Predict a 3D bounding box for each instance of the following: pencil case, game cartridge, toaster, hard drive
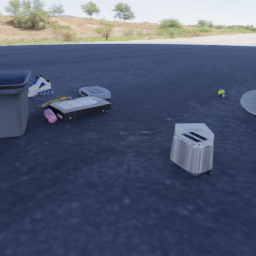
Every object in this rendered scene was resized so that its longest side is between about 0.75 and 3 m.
[{"bbox_3d":[-2.989,-0.483,10.789,0.367,0.367,0.840,-10,22,-24],"label":"pencil case"},{"bbox_3d":[-1.629,-1.761,14.142,1.217,0.374,1.829,-14,25,-23],"label":"game cartridge"},{"bbox_3d":[1.674,0.618,7.225,0.758,0.862,1.334,-12,24,-26],"label":"toaster"},{"bbox_3d":[-2.001,-0.866,11.709,2.199,0.416,1.536,-15,26,-35],"label":"hard drive"}]

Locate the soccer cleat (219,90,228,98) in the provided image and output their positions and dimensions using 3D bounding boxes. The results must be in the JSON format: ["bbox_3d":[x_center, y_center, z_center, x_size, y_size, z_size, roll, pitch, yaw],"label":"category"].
[{"bbox_3d":[4.716,-1.740,14.144,0.377,0.291,0.900,-6,21,-1],"label":"soccer cleat"}]

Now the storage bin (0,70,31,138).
[{"bbox_3d":[-4.339,-0.860,9.713,1.982,1.829,2.723,-5,21,-13],"label":"storage bin"}]

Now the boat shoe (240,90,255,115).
[{"bbox_3d":[5.731,-0.779,11.067,0.848,0.984,2.735,21,7,-34],"label":"boat shoe"}]

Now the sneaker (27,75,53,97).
[{"bbox_3d":[-4.707,-2.179,14.290,1.720,0.993,0.695,-16,25,-36],"label":"sneaker"}]

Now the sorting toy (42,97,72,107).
[{"bbox_3d":[-3.144,-1.179,12.321,1.054,0.192,0.976,-18,3,-41],"label":"sorting toy"}]

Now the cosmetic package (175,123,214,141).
[{"bbox_3d":[1.988,0.271,8.522,0.945,0.581,0.942,0,21,-5],"label":"cosmetic package"}]
